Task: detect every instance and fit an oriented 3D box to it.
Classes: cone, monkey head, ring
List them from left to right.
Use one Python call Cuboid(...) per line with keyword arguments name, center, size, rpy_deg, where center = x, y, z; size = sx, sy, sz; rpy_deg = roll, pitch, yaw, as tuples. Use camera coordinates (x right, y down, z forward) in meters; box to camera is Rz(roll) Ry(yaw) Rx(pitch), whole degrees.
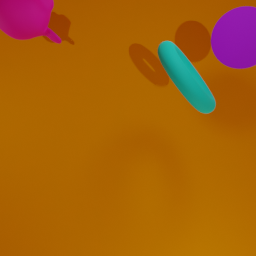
Cuboid(name="monkey head", center=(-1.923, -2.045, 5.162), size=(1.615, 1.162, 0.973), rpy_deg=(16, 82, -7))
Cuboid(name="ring", center=(1.160, -1.000, 5.506), size=(0.333, 1.666, 1.666), rpy_deg=(-36, 81, 22))
Cuboid(name="cone", center=(2.764, -2.126, 6.881), size=(1.339, 1.344, 1.339), rpy_deg=(4, 101, 18))
